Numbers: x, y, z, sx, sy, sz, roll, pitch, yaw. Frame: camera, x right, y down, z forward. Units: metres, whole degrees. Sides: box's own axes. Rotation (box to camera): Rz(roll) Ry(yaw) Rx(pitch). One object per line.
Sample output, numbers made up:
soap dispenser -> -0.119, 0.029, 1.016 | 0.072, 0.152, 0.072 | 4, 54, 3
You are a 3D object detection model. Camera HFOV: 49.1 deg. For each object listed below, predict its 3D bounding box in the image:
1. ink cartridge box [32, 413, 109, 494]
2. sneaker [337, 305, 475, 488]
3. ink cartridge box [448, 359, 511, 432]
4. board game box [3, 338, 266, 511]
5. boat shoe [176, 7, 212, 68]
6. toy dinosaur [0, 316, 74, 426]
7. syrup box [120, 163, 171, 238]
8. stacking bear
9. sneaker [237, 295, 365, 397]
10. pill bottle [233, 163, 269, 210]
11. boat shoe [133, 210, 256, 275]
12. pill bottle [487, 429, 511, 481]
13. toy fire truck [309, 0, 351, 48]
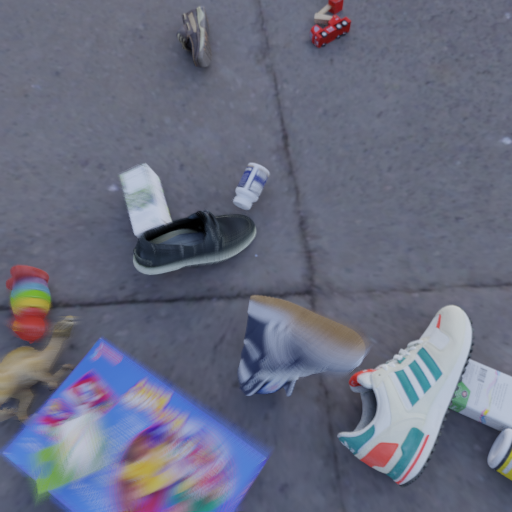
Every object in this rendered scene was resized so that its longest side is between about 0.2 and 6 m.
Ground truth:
ink cartridge box -> -2.773, 2.879, 8.191 | 1.024, 0.388, 0.757 | -20, 40, -16
sneaker -> 2.489, 2.030, 9.441 | 1.535, 1.156, 3.284 | 26, 67, 8
ink cartridge box -> 3.962, 2.404, 9.618 | 1.169, 0.511, 0.849 | 22, 64, 13
board game box -> -1.864, 3.207, 8.877 | 3.379, 0.757, 2.272 | 32, 68, 14
boat shoe -> -1.536, -5.325, 13.820 | 0.752, 0.764, 2.050 | -9, 52, 6
toy dinosaur -> -4.225, 2.248, 9.713 | 2.887, 0.840, 1.460 | -32, 50, -12
syrup box -> -2.206, -1.025, 11.365 | 0.619, 0.640, 1.573 | -24, 63, 7
stacking bear -> -4.170, 0.940, 10.288 | 0.737, 0.787, 1.296 | 6, 54, -31
sneaker -> 0.594, 1.696, 8.851 | 1.029, 2.937, 1.593 | 11, 95, -26
pill bottle -> -0.123, -1.415, 11.535 | 0.494, 0.494, 0.890 | 24, 80, 12
boat shoe -> -1.117, -0.442, 10.736 | 2.575, 0.854, 0.962 | -14, 48, -22
pill bottle -> 4.458, 3.398, 8.950 | 1.282, 0.718, 0.718 | 30, 65, 16
toy fire truck -> 1.844, -5.991, 14.319 | 1.481, 0.361, 1.045 | -33, 66, -16
